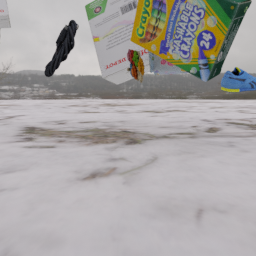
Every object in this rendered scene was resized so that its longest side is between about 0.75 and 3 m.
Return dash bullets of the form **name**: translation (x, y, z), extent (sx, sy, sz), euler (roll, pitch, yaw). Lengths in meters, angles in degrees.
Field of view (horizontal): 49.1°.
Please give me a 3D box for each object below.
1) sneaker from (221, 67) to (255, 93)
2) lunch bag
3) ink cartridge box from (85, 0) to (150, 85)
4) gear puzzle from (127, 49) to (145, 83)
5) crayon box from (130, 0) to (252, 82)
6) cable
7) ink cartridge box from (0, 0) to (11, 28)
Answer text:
- **sneaker**: translation (3.747, -1.588, 9.023), extent (1.866, 0.731, 0.615), euler (-9, 24, -32)
- **lunch bag**: translation (1.432, -2.564, 7.267), extent (1.883, 2.220, 1.411), euler (-1, 6, 12)
- **ink cartridge box**: translation (-0.077, -3.089, 9.343), extent (1.978, 2.732, 1.147), euler (-19, -11, 20)
- **gear puzzle**: translation (0.176, -1.502, 6.852), extent (0.198, 0.783, 1.513), euler (-11, 20, -8)
- **crayon box**: translation (0.993, -2.265, 5.862), extent (2.502, 1.573, 0.645), euler (36, 45, 25)
- **cable**: translation (-1.894, -2.240, 8.161), extent (0.462, 1.819, 1.484), euler (26, 12, -28)
- **ink cartridge box**: translation (-3.685, -3.304, 7.327), extent (0.969, 1.323, 0.568), euler (-10, -14, -19)
